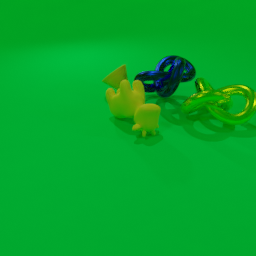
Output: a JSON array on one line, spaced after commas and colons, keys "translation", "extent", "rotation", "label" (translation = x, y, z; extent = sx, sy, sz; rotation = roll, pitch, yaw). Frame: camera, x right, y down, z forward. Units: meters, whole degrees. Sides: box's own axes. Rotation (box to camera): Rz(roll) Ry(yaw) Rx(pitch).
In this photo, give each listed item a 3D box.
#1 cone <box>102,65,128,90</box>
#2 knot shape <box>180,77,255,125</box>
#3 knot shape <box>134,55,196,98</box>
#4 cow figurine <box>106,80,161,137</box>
[{"translation": [-0.200, -1.435, 9.339], "extent": [0.959, 0.963, 0.959], "rotation": [-35, 5, 4], "label": "cone"}, {"translation": [2.374, -0.776, 7.908], "extent": [1.911, 0.944, 2.043], "rotation": [-10, 27, -26], "label": "knot shape"}, {"translation": [1.234, -1.594, 8.647], "extent": [2.008, 0.928, 1.879], "rotation": [-26, 18, -1], "label": "knot shape"}, {"translation": [0.125, -0.490, 7.756], "extent": [0.917, 1.644, 1.670], "rotation": [-6, -8, -40], "label": "cow figurine"}]
